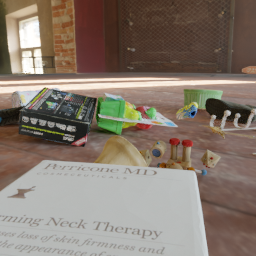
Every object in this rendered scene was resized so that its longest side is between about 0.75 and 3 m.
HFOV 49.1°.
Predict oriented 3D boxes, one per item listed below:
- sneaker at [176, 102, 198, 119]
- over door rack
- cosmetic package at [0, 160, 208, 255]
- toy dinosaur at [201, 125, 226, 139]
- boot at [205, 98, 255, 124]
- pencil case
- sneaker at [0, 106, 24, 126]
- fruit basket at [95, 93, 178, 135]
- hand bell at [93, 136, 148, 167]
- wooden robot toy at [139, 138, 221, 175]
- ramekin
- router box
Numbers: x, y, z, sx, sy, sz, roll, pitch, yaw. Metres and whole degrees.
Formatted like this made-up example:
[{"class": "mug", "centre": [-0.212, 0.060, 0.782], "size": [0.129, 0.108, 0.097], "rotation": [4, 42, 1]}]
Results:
[{"class": "sneaker", "centre": [2.436, -0.594, 11.685], "size": [0.432, 1.141, 0.599], "rotation": [28, 43, -22]}, {"class": "over door rack", "centre": [4.379, -0.069, 9.239], "size": [2.216, 0.999, 2.999], "rotation": [-3, 15, -10]}, {"class": "cosmetic package", "centre": [-0.319, 1.385, 2.107], "size": [1.678, 1.667, 2.005], "rotation": [2, 13, 10]}, {"class": "toy dinosaur", "centre": [2.969, 0.049, 9.570], "size": [0.531, 0.306, 1.051], "rotation": [17, 11, -44]}, {"class": "boot", "centre": [4.871, -0.789, 12.581], "size": [1.626, 0.843, 2.489], "rotation": [-11, 26, -40]}, {"class": "pencil case", "centre": [-4.648, -1.480, 14.538], "size": [1.194, 1.094, 2.631], "rotation": [15, 20, 37]}, {"class": "sneaker", "centre": [-4.412, -0.566, 11.503], "size": [2.232, 0.817, 0.914], "rotation": [0, 14, -2]}, {"class": "fruit basket", "centre": [0.193, -0.585, 10.666], "size": [2.803, 1.314, 2.596], "rotation": [1, 14, -9]}, {"class": "hand bell", "centre": [-1.114, 1.265, 4.144], "size": [2.819, 1.468, 1.468], "rotation": [-22, 23, -28]}, {"class": "wooden robot toy", "centre": [0.997, 0.790, 6.349], "size": [2.019, 0.889, 0.916], "rotation": [6, 26, 23]}, {"class": "ramekin", "centre": [3.767, -1.454, 14.250], "size": [1.932, 0.944, 1.932], "rotation": [4, 6, 0]}, {"class": "router box", "centre": [-2.236, -0.471, 9.527], "size": [2.054, 0.852, 2.741], "rotation": [12, 22, -6]}]
